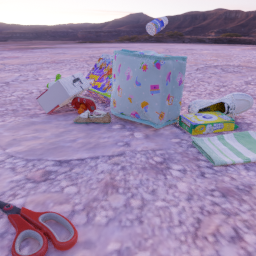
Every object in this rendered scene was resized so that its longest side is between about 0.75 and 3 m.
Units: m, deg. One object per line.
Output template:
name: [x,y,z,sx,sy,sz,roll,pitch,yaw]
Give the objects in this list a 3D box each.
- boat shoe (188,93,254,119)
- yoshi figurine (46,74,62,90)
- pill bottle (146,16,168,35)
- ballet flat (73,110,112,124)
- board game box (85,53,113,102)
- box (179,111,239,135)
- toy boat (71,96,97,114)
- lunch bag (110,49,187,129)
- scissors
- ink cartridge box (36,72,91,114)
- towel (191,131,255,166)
boat shoe: [3.448,-0.700,9.926,2.448,0.904,1.044,-5,21,-7]
yoshi figurine: [-3.106,-1.984,13.265,1.101,1.105,1.966,2,11,-45]
pill bottle: [1.309,-4.560,12.391,0.966,0.541,0.541,-39,37,-21]
ballet flat: [-1.249,-0.407,9.788,1.358,0.443,0.479,-1,23,-2]
board game box: [-0.781,-2.274,12.676,0.657,1.974,2.936,39,-7,-38]
box: [2.692,-0.192,9.289,1.738,0.420,1.020,-4,22,-16]
toy boat: [-1.756,-0.820,10.827,1.003,0.654,0.655,11,55,20]
lunch bag: [0.466,-1.500,9.879,1.730,2.417,2.837,-14,24,-42]
scissors: [-2.006,1.532,5.156,1.030,0.196,2.817,-21,28,-38]
ink cartridge box: [-2.520,-1.429,11.161,1.362,0.769,1.855,-32,8,25]
towel: [2.972,0.506,7.686,2.081,0.243,1.588,-4,22,-11]
